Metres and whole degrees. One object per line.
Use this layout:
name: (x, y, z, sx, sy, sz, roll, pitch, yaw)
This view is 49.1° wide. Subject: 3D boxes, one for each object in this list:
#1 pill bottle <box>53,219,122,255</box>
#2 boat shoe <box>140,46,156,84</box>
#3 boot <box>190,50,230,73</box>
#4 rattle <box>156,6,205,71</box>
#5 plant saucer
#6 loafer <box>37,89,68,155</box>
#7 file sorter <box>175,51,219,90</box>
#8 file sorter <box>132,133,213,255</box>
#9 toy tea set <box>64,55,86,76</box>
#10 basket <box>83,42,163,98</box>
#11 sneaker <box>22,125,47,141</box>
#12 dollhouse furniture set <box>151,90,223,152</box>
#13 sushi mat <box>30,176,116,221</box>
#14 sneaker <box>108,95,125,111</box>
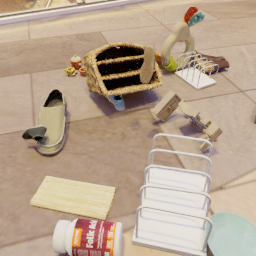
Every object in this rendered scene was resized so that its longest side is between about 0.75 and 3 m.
pill bottle: (-0.910, 2.574, 6.515, 1.494, 0.853, 0.853, 3, 40, 4)
boat shoe: (0.636, -1.885, 8.371, 0.408, 1.135, 0.368, 16, 24, 23)
boot: (3.929, -3.335, 13.728, 1.461, 0.635, 1.756, -14, 52, -16)
rattle: (2.154, -4.345, 13.166, 1.912, 2.938, 2.098, -4, 34, -17)
plant saucer: (2.518, 2.749, 6.577, 1.605, 0.309, 1.605, 11, 39, -10)
loafer: (-2.677, -0.315, 9.719, 1.020, 0.920, 2.695, -3, 51, -3)
file sorter: (3.102, -2.649, 12.654, 1.137, 1.020, 1.638, -19, 43, -22)
file sorter: (1.222, 1.587, 7.147, 1.762, 1.581, 2.540, 8, 41, 10)
toy tea set: (-2.024, -2.961, 13.259, 1.908, 0.706, 1.134, 5, 40, 6)
basket: (-0.200, -2.422, 11.103, 2.691, 1.920, 2.004, -13, 17, -23)
sneaker: (-3.050, 0.243, 8.919, 0.942, 0.352, 0.500, -21, 38, 20)
dollhouse furniture set: (2.126, -0.096, 9.749, 1.072, 1.255, 2.421, -48, 48, 7)
sushi mat: (-1.503, 1.921, 7.869, 2.216, 0.134, 1.060, 8, 39, 9)
sneaker: (-0.468, -1.274, 11.348, 0.505, 0.560, 1.366, -17, 41, -21)
